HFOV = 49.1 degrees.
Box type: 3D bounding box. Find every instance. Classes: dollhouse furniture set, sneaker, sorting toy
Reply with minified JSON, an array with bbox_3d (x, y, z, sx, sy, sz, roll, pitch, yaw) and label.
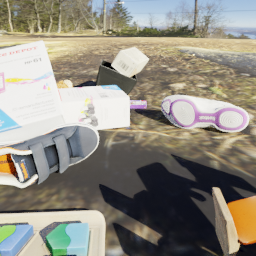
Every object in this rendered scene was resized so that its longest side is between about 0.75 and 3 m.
[{"bbox_3d":[2.306,1.117,2.127,2.702,1.392,2.673,-16,38,6],"label":"dollhouse furniture set"},{"bbox_3d":[2.167,-0.399,8.116,2.431,0.910,1.211,14,14,19],"label":"sneaker"},{"bbox_3d":[-1.173,1.642,3.366,1.762,0.347,1.903,-1,22,-3],"label":"sorting toy"},{"bbox_3d":[-1.642,0.563,5.377,2.348,0.921,0.932,-16,21,-12],"label":"sneaker"}]

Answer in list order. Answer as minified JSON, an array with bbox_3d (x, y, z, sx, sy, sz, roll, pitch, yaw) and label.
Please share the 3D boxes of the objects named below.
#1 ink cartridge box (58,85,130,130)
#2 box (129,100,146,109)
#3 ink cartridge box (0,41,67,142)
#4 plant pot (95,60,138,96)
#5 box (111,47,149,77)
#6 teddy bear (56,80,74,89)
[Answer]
[{"bbox_3d":[-1.461,-0.573,8.182,2.723,0.924,1.567,-6,22,-15],"label":"ink cartridge box"},{"bbox_3d":[0.264,-0.836,9.922,0.772,0.151,0.528,2,22,4],"label":"box"},{"bbox_3d":[-2.530,-0.707,6.449,1.821,1.066,2.519,-16,55,-11],"label":"ink cartridge box"},{"bbox_3d":[-0.551,-1.536,9.946,1.352,1.200,1.349,22,18,-10],"label":"plant pot"},{"bbox_3d":[0.120,-2.368,10.031,0.779,0.638,1.640,40,26,3],"label":"box"},{"bbox_3d":[-2.523,-1.384,10.476,1.375,0.633,1.897,20,24,22],"label":"teddy bear"}]
